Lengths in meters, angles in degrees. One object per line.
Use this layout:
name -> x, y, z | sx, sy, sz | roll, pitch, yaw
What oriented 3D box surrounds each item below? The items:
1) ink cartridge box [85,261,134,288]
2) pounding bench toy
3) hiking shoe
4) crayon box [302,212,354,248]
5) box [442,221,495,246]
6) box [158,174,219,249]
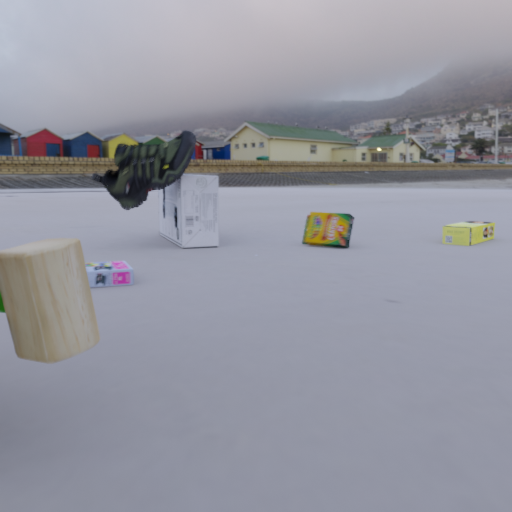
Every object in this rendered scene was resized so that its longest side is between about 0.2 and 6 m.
ink cartridge box -> -2.078, 0.230, 6.648 | 1.147, 0.241, 0.684 | -5, 10, -21
pounding bench toy -> -2.032, 0.245, 2.653 | 2.200, 1.367, 1.716 | -5, 9, -29
hiking shoe -> -1.882, -1.565, 9.441 | 1.912, 0.963, 0.724 | -35, 37, 21
crayon box -> 1.229, -0.466, 9.951 | 0.920, 0.584, 0.234 | 5, -12, 32
box -> 4.071, -0.445, 10.697 | 0.539, 0.359, 1.432 | 6, 11, 38
box -> -1.340, -0.923, 10.676 | 0.677, 1.313, 2.252 | -3, 8, -20
